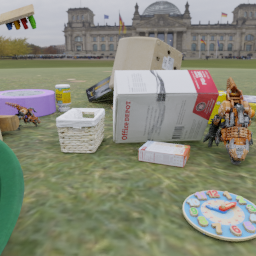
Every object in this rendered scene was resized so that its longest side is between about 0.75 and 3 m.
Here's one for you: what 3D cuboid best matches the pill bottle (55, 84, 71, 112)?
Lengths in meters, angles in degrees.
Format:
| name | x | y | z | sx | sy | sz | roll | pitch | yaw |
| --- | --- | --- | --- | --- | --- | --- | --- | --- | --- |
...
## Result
| name | x | y | z | sx | sy | sz | roll | pitch | yaw |
| --- | --- | --- | --- | --- | --- | --- | --- | --- | --- |
| pill bottle | -2.829 | -1.312 | 12.273 | 0.636 | 1.128 | 0.636 | 0 | 15 | 0 |

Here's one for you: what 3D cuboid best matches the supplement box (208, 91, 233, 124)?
| name | x | y | z | sx | sy | sz | roll | pitch | yaw |
| --- | --- | --- | --- | --- | --- | --- | --- | --- | --- |
| supplement box | 2.841 | -0.805 | 10.464 | 1.994 | 1.092 | 1.085 | 2 | 15 | 5 |

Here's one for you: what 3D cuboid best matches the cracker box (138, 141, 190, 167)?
| name | x | y | z | sx | sy | sz | roll | pitch | yaw |
| --- | --- | --- | --- | --- | --- | --- | --- | --- | --- |
| cracker box | 0.882 | 0.608 | 6.754 | 1.100 | 0.317 | 0.737 | 7 | 17 | 22 |

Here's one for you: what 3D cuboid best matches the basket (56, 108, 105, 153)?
| name | x | y | z | sx | sy | sz | roll | pitch | yaw |
| --- | --- | --- | --- | --- | --- | --- | --- | --- | --- |
| basket | -1.238 | 0.038 | 7.695 | 1.021 | 0.929 | 1.506 | 1 | 14 | 6 |

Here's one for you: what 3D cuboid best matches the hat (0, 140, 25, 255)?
| name | x | y | z | sx | sy | sz | roll | pitch | yaw |
| --- | --- | --- | --- | --- | --- | --- | --- | --- | --- |
| hat | -2.323 | 1.402 | 4.023 | 2.137 | 2.271 | 2.580 | 3 | 52 | -2 |

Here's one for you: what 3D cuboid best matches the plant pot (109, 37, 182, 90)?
| name | x | y | z | sx | sy | sz | roll | pitch | yaw |
| --- | --- | --- | --- | --- | --- | --- | --- | --- | --- |
| plant pot | 0.969 | -2.672 | 12.560 | 2.489 | 2.486 | 2.203 | 19 | -12 | -34 |

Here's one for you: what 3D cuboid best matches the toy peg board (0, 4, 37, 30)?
| name | x | y | z | sx | sy | sz | roll | pitch | yaw |
| --- | --- | --- | --- | --- | --- | --- | --- | --- | --- |
| toy peg board | -3.819 | -3.790 | 9.908 | 1.213 | 0.596 | 1.218 | -21 | 38 | -5 |

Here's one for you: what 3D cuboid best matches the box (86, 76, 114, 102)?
| name | x | y | z | sx | sy | sz | roll | pitch | yaw |
| --- | --- | --- | --- | --- | --- | --- | --- | --- | --- |
| box | -0.425 | -2.135 | 14.184 | 2.262 | 0.690 | 2.856 | -15 | -2 | -42 |

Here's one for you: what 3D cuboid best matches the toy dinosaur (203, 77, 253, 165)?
| name | x | y | z | sx | sy | sz | roll | pitch | yaw |
| --- | --- | --- | --- | --- | --- | --- | --- | --- | --- |
| toy dinosaur | 2.724 | -0.215 | 7.055 | 1.249 | 1.660 | 2.445 | 21 | 64 | 20 |

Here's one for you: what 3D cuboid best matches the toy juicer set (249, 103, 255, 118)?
| name | x | y | z | sx | sy | sz | roll | pitch | yaw |
| --- | --- | --- | --- | --- | --- | --- | --- | --- | --- |
| toy juicer set | 5.530 | -0.619 | 10.626 | 2.438 | 0.663 | 1.551 | 11 | 19 | 34 |

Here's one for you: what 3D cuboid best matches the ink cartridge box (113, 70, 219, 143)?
| name | x | y | z | sx | sy | sz | roll | pitch | yaw |
| --- | --- | --- | --- | --- | --- | --- | --- | --- | --- |
| ink cartridge box | 0.876 | -0.574 | 7.720 | 2.580 | 1.894 | 1.069 | -1 | 48 | -7 |

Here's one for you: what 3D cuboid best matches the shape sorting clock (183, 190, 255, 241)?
| name | x | y | z | sx | sy | sz | roll | pitch | yaw |
| --- | --- | --- | --- | --- | --- | --- | --- | --- | --- |
| shape sorting clock | 1.469 | 1.301 | 4.355 | 1.218 | 0.239 | 1.218 | 0 | 15 | 0 |

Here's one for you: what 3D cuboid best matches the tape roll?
| name | x | y | z | sx | sy | sz | roll | pitch | yaw |
| --- | --- | --- | --- | --- | --- | --- | --- | --- | --- |
| tape roll | -4.446 | -1.082 | 11.991 | 2.597 | 0.852 | 2.597 | 0 | 16 | 0 |

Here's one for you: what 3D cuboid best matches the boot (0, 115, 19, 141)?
| name | x | y | z | sx | sy | sz | roll | pitch | yaw |
| --- | --- | --- | --- | --- | --- | --- | --- | --- | --- |
| boot | -4.441 | 0.094 | 7.903 | 1.843 | 0.906 | 2.574 | -5 | 11 | 3 |

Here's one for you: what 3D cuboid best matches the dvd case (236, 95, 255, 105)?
| name | x | y | z | sx | sy | sz | roll | pitch | yaw |
| --- | --- | --- | --- | --- | --- | --- | --- | --- | --- |
| dvd case | 5.802 | -1.370 | 14.208 | 2.179 | 0.234 | 2.931 | 6 | 16 | 23 |

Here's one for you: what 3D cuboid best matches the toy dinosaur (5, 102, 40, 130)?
| name | x | y | z | sx | sy | sz | roll | pitch | yaw |
| --- | --- | --- | --- | --- | --- | --- | --- | --- | --- |
| toy dinosaur | -3.610 | -0.440 | 9.531 | 1.240 | 0.842 | 0.633 | 40 | -5 | -8 |
